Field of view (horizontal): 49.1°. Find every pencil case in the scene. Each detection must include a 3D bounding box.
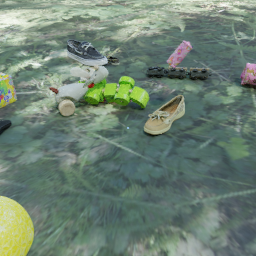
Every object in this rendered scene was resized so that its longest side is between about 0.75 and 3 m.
[{"bbox_3d":[5.566,-1.962,10.871,2.198,0.951,0.910,12,55,15],"label":"pencil case"},{"bbox_3d":[1.499,-2.143,8.144,0.359,0.822,0.359,30,29,-18],"label":"pencil case"}]

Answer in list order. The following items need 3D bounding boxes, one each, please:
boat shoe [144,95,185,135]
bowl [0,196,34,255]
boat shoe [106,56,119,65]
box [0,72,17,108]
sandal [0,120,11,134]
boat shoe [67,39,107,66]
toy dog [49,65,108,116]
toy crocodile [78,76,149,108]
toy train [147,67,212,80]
[{"bbox_3d":[1.162,-0.440,8.850,0.723,0.618,1.972,22,39,29],"label":"boat shoe"},{"bbox_3d":[-2.744,1.833,5.170,1.790,0.963,1.790,-1,34,0],"label":"bowl"},{"bbox_3d":[-0.820,-3.288,13.379,1.009,0.304,0.360,24,41,32],"label":"boat shoe"},{"bbox_3d":[-5.116,-1.283,9.777,1.552,0.983,1.611,20,38,27],"label":"box"},{"bbox_3d":[-3.973,0.088,8.422,0.476,0.303,1.267,10,23,16],"label":"sandal"},{"bbox_3d":[-2.021,-3.686,13.439,0.944,0.892,2.631,-28,43,-35],"label":"boat shoe"},{"bbox_3d":[-1.767,-1.468,9.347,1.408,1.028,2.135,25,73,40],"label":"toy dog"},{"bbox_3d":[-0.629,-1.225,9.875,2.760,0.852,0.932,6,63,17],"label":"toy crocodile"},{"bbox_3d":[2.152,-2.370,11.925,2.710,0.462,0.621,4,22,7],"label":"toy train"}]
